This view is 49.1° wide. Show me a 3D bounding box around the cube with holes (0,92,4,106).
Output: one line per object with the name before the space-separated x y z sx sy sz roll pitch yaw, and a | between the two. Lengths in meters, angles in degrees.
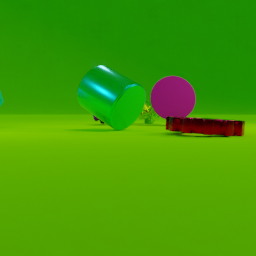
cube with holes | -4.369 -0.860 7.837 1.080 1.080 1.080 15 -38 1

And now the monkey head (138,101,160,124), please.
monkey head | 0.900 -0.800 11.857 1.575 0.949 1.133 37 -56 -24

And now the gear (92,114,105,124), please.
gear | -0.511 -0.798 11.035 1.849 0.342 1.849 -15 -26 -8

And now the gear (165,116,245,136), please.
gear | 1.635 -0.057 6.016 1.608 0.297 1.608 3 4 0

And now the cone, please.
cone | 1.558 -0.979 10.659 1.610 1.610 1.616 0 -5 -2

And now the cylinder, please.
cylinder | -0.430 -0.806 7.395 1.312 1.312 1.312 33 21 30
